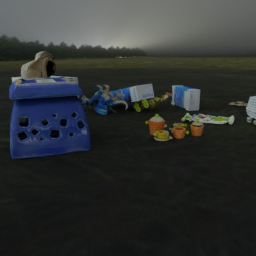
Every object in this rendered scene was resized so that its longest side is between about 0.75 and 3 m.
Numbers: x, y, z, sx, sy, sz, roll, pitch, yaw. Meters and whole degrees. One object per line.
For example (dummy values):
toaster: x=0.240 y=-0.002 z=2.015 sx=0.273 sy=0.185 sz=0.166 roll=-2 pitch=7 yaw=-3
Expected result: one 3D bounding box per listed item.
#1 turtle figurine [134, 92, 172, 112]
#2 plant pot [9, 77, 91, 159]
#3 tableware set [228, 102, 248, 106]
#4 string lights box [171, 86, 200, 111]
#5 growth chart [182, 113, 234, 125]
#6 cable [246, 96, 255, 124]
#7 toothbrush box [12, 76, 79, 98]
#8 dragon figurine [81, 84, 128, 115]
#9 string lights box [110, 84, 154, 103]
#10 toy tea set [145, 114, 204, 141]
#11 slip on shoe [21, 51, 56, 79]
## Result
turtle figurine: x=0.960 y=-1.100 z=12.546 sx=1.880 sy=0.605 sz=1.516 roll=-5 pitch=13 yaw=41
plant pot: x=-2.209 y=-0.413 z=7.635 sx=2.019 sy=1.815 sz=2.019 roll=-7 pitch=17 yaw=-20
tableware set: x=5.478 y=-1.160 z=13.682 sx=0.839 sy=0.117 sz=1.004 roll=-4 pitch=16 yaw=-18
string lights box: x=2.650 y=-1.432 z=13.082 sx=0.537 sy=0.937 sz=1.823 roll=-4 pitch=16 yaw=-15
growth chart: x=3.055 y=-0.357 z=10.614 sx=1.934 sy=0.172 sz=1.400 roll=5 pitch=15 yaw=14
cable: x=5.823 y=-0.714 z=10.472 sx=2.597 sy=0.899 sz=2.597 roll=5 pitch=16 yaw=19
toothbrush box: x=-4.393 y=-2.093 z=14.937 sx=2.951 sy=1.258 sz=2.160 roll=10 pitch=18 yaw=38
dragon figurine: x=-0.897 y=-0.994 z=11.782 sx=2.587 sy=1.286 sz=0.761 roll=33 pitch=29 yaw=30
string lights box: x=-0.068 y=-1.464 z=12.810 sx=2.273 sy=0.670 sz=1.168 roll=-5 pitch=8 yaw=42
toy tea set: x=1.457 y=-0.095 z=8.648 sx=1.783 sy=0.660 sz=1.060 roll=-6 pitch=16 yaw=-22
slip on shoe: x=-3.160 y=-2.300 z=10.725 sx=0.875 sy=1.098 sz=2.888 roll=-2 pitch=21 yaw=2
